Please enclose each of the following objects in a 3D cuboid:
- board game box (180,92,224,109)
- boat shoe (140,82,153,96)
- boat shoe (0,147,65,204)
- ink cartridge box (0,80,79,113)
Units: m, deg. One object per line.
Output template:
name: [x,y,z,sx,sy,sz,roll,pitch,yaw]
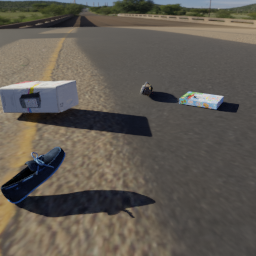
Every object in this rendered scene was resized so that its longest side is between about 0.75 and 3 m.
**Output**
board game box: [2.915,-1.108,11.061,1.441,0.264,1.090,13,26,27]
boat shoe: [0.837,-1.649,11.991,0.418,0.505,1.405,20,18,5]
boat shoe: [-1.903,0.880,5.719,0.616,0.502,1.463,8,48,46]
ink cartridge box: [-3.092,-1.133,9.936,2.193,0.939,1.618,0,17,15]
